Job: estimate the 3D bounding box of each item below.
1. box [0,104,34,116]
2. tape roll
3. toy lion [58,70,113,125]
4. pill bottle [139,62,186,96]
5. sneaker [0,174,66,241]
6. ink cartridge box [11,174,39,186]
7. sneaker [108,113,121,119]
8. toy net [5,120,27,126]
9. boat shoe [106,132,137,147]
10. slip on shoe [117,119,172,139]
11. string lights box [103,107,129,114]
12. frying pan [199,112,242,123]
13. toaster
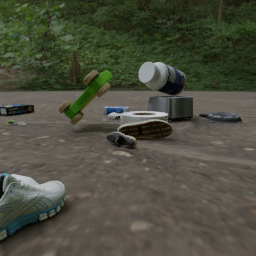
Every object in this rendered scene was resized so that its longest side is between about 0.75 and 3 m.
[{"bbox_3d":[-6.327,-1.011,15.202,1.516,0.439,1.907,5,11,27],"label":"box"},{"bbox_3d":[0.589,-0.227,10.135,1.726,0.604,1.726,-1,10,0],"label":"tape roll"},{"bbox_3d":[-1.391,-1.242,10.291,2.393,0.822,2.294,-42,8,28],"label":"toy lion"},{"bbox_3d":[1.604,-2.333,13.157,2.305,1.280,1.280,9,1,-45],"label":"pill bottle"},{"bbox_3d":[-1.354,0.856,3.504,0.581,0.671,1.549,6,12,27],"label":"sneaker"},{"bbox_3d":[-1.618,0.980,4.110,1.039,0.296,0.844,0,10,24],"label":"ink cartridge box"},{"bbox_3d":[-0.585,-0.536,12.970,0.782,0.299,0.315,2,19,22],"label":"sneaker"},{"bbox_3d":[-4.498,-0.196,11.286,0.797,0.154,0.418,1,10,7],"label":"toy net"},{"bbox_3d":[-0.228,0.327,7.659,0.981,0.353,0.318,14,11,34],"label":"boat shoe"},{"bbox_3d":[0.502,0.041,8.632,1.662,0.632,0.504,-8,16,-1],"label":"slip on shoe"},{"bbox_3d":[-0.615,-0.916,14.839,1.269,0.374,0.652,1,10,7],"label":"string lights box"},{"bbox_3d":[4.281,-0.553,12.906,1.542,0.415,2.549,1,13,3],"label":"frying pan"},{"bbox_3d":[1.981,-0.911,12.795,1.615,1.060,1.786,-7,12,-31],"label":"toaster"}]
